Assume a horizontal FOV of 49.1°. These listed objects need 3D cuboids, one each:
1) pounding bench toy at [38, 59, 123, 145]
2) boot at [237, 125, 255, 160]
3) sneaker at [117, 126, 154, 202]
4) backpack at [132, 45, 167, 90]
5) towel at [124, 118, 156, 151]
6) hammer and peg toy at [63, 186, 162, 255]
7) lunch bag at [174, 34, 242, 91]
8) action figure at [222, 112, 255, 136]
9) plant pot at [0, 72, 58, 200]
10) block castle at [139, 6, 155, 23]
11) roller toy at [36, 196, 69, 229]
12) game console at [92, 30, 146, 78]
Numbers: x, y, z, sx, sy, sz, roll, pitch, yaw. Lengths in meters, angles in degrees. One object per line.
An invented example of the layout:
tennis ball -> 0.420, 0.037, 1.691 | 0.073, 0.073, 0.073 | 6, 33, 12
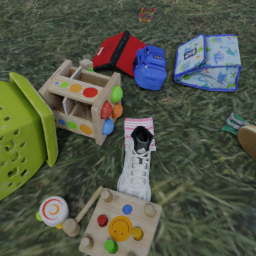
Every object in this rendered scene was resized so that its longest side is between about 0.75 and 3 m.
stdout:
pounding bench toy -> -1.206, -1.241, 9.908 | 2.289, 1.823, 2.935 | 16, 52, 13
boot -> 5.293, 0.347, 9.061 | 2.945, 1.072, 2.289 | 32, 57, 23
sneaker -> 0.202, 1.101, 8.062 | 1.014, 1.547, 2.688 | 3, 55, 2
backpack -> 0.865, -2.376, 11.118 | 1.278, 1.320, 1.573 | 8, 55, -11
towel -> 0.398, 0.204, 9.748 | 1.038, 0.212, 1.418 | -2, 50, 0
hammer and peg toy -> -0.489, 2.397, 7.144 | 2.405, 0.848, 1.769 | 13, 63, 22
lunch bag -> 3.175, -2.688, 11.391 | 2.485, 1.584, 2.113 | 1, 49, 14
action figure -> 4.306, 0.138, 9.654 | 1.864, 0.510, 1.101 | 31, 53, 19
plant pot -> -3.631, 0.108, 8.311 | 2.461, 2.712, 2.699 | -26, 54, -29
block castle -> 0.991, -6.053, 14.839 | 0.664, 0.466, 0.994 | 13, 51, 12
roller toy -> -2.015, 2.314, 7.738 | 0.824, 0.575, 0.751 | 19, 60, 5
game console -> -0.293, -3.086, 12.508 | 2.040, 1.405, 2.367 | -11, 42, 33
